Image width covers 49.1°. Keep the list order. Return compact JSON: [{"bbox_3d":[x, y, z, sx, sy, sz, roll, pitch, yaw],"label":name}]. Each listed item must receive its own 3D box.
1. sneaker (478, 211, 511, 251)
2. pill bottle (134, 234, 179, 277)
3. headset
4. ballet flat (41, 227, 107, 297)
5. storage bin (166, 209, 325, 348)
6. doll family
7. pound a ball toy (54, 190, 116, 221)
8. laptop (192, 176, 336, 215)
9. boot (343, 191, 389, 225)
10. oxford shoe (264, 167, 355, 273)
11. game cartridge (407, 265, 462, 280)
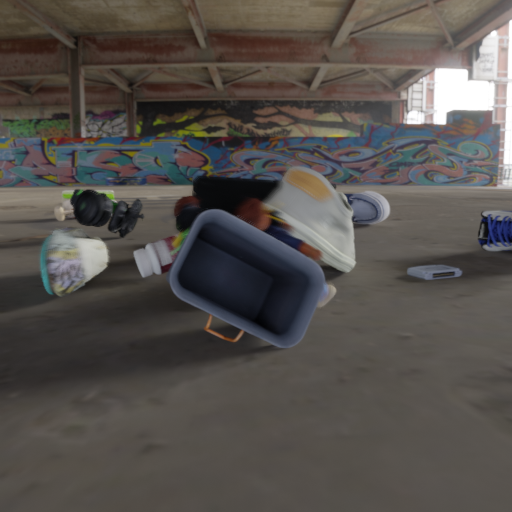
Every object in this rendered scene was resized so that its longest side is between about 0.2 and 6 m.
[{"bbox_3d":[4.924,-0.401,10.511,1.384,0.968,2.397,-1,2,18],"label":"sneaker"},{"bbox_3d":[-1.355,-0.013,8.419,0.865,0.494,0.494,-20,15,-17],"label":"pill bottle"},{"bbox_3d":[-3.278,-1.093,12.754,1.513,1.151,2.450,19,11,-38],"label":"headset"},{"bbox_3d":[-2.513,-0.021,7.838,0.872,0.872,2.424,-3,9,-17],"label":"ballet flat"},{"bbox_3d":[-0.228,0.294,5.488,1.406,1.023,0.944,28,-11,-17],"label":"storage bin"},{"bbox_3d":[-0.182,-0.156,6.444,2.546,1.472,0.999,-4,44,39],"label":"doll family"},{"bbox_3d":[-5.431,-1.460,17.808,1.903,0.809,1.241,-4,35,-22],"label":"pound a ball toy"},{"bbox_3d":[-0.056,-0.957,11.273,2.554,1.488,2.882,3,14,-8],"label":"laptop"},{"bbox_3d":[2.461,-1.278,16.219,1.231,0.992,2.726,-24,19,-32],"label":"boot"},{"bbox_3d":[0.962,-0.470,8.170,1.285,0.987,3.419,30,2,18],"label":"oxford shoe"},{"bbox_3d":[2.713,0.247,8.596,0.718,0.145,0.479,-4,13,-24],"label":"game cartridge"}]
